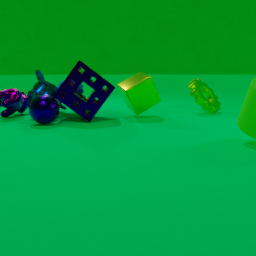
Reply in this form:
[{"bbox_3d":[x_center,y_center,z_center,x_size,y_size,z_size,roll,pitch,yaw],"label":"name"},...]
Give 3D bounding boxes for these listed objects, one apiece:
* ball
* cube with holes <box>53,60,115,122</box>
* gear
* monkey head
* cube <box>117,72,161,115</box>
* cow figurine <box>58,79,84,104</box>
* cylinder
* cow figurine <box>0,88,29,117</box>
[{"bbox_3d":[-2.318,-0.515,7.763,0.828,0.828,0.828,0,12,0],"label":"ball"},{"bbox_3d":[-1.291,-1.139,8.479,1.259,1.259,1.259,36,6,-12],"label":"cube with holes"},{"bbox_3d":[2.708,-1.134,9.895,1.369,1.369,0.253,-14,-22,-50],"label":"gear"},{"bbox_3d":[-2.538,-0.992,9.003,1.208,1.679,1.012,7,50,39],"label":"monkey head"},{"bbox_3d":[0.349,-1.124,8.982,0.923,0.923,0.923,-31,27,-7],"label":"cube"},{"bbox_3d":[-2.284,-1.278,9.821,1.450,0.809,1.473,-4,-9,-9],"label":"cow figurine"},{"bbox_3d":[2.789,-0.378,5.544,0.967,0.967,0.967,3,36,-2],"label":"cylinder"},{"bbox_3d":[-3.645,-0.902,9.185,1.352,0.754,1.374,-34,-5,-37],"label":"cow figurine"}]
